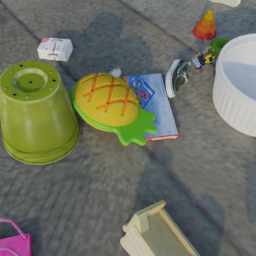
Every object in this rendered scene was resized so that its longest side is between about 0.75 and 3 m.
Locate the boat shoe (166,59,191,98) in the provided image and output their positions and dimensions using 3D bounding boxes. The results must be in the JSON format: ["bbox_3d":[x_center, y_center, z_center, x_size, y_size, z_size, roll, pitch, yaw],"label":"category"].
[{"bbox_3d":[1.603,-1.630,8.731,0.599,0.609,1.690,-2,48,28],"label":"boat shoe"}]

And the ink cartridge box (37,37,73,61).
[{"bbox_3d":[-2.523,-2.744,9.753,1.003,0.425,0.731,8,54,4],"label":"ink cartridge box"}]

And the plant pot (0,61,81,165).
[{"bbox_3d":[-2.280,-0.490,6.981,2.094,2.016,2.094,3,54,-4],"label":"plant pot"}]

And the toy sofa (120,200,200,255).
[{"bbox_3d":[0.841,2.654,5.620,0.890,1.049,2.150,-12,50,-40],"label":"toy sofa"}]

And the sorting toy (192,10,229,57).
[{"bbox_3d":[3.286,-3.200,9.768,0.961,0.955,2.773,-19,55,-14],"label":"sorting toy"}]

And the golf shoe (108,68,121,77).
[{"bbox_3d":[-0.549,-1.255,8.695,0.697,0.561,1.433,37,65,4],"label":"golf shoe"}]

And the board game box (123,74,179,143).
[{"bbox_3d":[0.611,-0.669,8.341,1.252,0.237,2.432,-5,54,-5],"label":"board game box"}]

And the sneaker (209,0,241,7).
[{"bbox_3d":[3.994,-5.842,11.844,1.793,0.688,0.997,25,63,13],"label":"sneaker"}]

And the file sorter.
[{"bbox_3d":[-2.646,2.945,4.936,1.532,1.382,2.204,-10,53,-8],"label":"file sorter"}]

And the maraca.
[{"bbox_3d":[-0.369,-0.525,7.469,2.527,1.352,1.733,39,54,11],"label":"maraca"}]

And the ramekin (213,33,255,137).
[{"bbox_3d":[3.832,-1.120,7.852,2.976,1.562,2.976,0,54,0],"label":"ramekin"}]

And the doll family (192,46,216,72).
[{"bbox_3d":[2.358,-2.085,8.623,0.857,0.495,0.336,-30,24,11],"label":"doll family"}]
